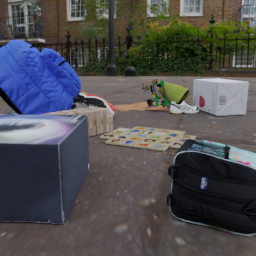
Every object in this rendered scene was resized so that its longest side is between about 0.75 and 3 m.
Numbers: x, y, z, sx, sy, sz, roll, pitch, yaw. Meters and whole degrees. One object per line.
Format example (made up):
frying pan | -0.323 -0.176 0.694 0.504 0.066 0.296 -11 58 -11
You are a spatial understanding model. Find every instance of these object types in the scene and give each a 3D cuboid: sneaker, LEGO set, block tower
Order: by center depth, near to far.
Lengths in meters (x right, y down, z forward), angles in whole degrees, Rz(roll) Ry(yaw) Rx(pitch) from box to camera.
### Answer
block tower | -1.706 -0.075 8.086 0.830 0.775 2.870 9 16 38
sneaker | -1.803 -0.999 11.405 2.853 1.099 1.212 26 12 21
sneaker | 2.503 -0.941 12.243 1.365 0.598 0.516 -2 11 -16
LEGO set | 1.176 -1.480 12.736 1.055 1.372 0.795 -27 12 -37

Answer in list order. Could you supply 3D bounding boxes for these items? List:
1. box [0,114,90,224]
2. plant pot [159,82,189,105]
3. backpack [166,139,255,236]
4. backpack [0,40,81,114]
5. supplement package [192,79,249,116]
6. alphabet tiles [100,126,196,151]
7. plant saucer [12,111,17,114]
box | -1.782 0.494 4.618 2.004 1.245 2.020 2 13 2
plant pot | 2.073 -1.620 13.154 1.173 1.097 1.097 34 25 17
backpack | 1.267 0.765 3.727 1.264 1.122 0.951 12 22 28
backpack | -3.031 -1.601 9.155 2.283 2.720 2.210 -45 17 -5
supplement package | 4.021 -1.440 12.528 1.399 1.416 2.336 -3 13 -12
alphabet tiles | 0.584 0.268 8.149 2.523 0.080 2.099 6 15 25
plant saucer | -3.554 -0.857 12.346 2.929 0.401 2.929 1 13 0
